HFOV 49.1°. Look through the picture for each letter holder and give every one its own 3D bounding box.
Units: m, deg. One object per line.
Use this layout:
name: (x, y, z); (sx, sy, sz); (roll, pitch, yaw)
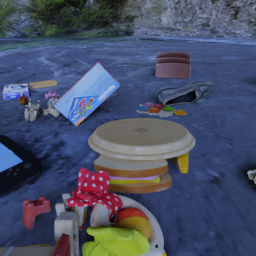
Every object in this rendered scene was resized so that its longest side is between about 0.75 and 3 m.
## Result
letter holder: (2.587, -3.617, 16.013); (1.963, 1.395, 0.987); (3, 22, 6)

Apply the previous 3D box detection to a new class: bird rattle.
bird rattle: (-0.178, 1.470, 4.240); (1.487, 1.028, 1.824); (23, 15, -24)

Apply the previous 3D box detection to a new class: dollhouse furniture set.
dollhouse furniture set: (-1.291, 1.709, 3.928); (1.224, 0.925, 2.274); (-1, 5, 0)

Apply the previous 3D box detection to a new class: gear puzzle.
gear puzzle: (1.259, -0.686, 10.330); (1.853, 0.243, 0.960); (12, 25, 27)

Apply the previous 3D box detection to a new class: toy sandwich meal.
toy sandwich meal: (0.325, 0.522, 6.612); (2.762, 0.946, 2.762); (-1, 17, 0)

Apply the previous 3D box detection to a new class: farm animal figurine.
farm animal figurine: (-3.034, -0.711, 9.914); (1.486, 0.747, 1.200); (-13, 44, -36)

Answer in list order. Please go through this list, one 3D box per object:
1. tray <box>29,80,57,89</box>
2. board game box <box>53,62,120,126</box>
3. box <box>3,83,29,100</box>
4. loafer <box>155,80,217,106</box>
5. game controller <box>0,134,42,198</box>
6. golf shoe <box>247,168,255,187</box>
tray: (-4.252, -2.190, 14.073); (1.225, 0.227, 0.604); (-16, 27, -32)
board game box: (-1.275, -1.026, 8.686); (1.938, 0.998, 0.188); (-41, 21, 11)
box: (-4.997, -1.637, 12.546); (1.029, 0.359, 1.729); (-8, 21, -18)
loafer: (2.407, -1.259, 11.158); (2.550, 0.916, 0.802); (-9, 40, -10)
game controller: (-3.020, 0.778, 6.356); (1.324, 0.534, 2.538); (-19, 28, -40)
golf shoe: (2.881, 1.217, 5.358); (0.753, 0.660, 1.710); (-13, 14, 12)
